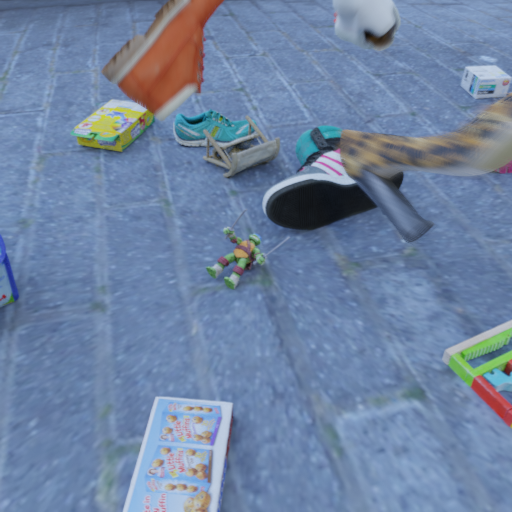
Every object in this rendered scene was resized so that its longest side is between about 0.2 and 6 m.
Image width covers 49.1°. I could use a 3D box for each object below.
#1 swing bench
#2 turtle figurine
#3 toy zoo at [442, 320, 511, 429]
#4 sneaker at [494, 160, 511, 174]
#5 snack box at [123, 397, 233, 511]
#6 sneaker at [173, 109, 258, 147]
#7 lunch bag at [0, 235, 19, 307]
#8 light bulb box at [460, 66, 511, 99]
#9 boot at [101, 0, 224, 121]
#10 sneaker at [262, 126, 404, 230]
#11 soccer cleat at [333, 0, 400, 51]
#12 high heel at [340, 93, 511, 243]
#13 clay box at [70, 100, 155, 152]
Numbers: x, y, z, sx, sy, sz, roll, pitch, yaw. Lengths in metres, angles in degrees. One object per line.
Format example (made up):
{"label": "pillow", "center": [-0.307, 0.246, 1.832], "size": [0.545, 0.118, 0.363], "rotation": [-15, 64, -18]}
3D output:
{"label": "swing bench", "center": [-0.341, -2.367, 12.511], "size": [1.258, 0.820, 1.264], "rotation": [-24, 50, -28]}
{"label": "turtle figurine", "center": [-0.274, -0.096, 9.465], "size": [0.851, 1.183, 1.147], "rotation": [44, 66, -12]}
{"label": "toy zoo", "center": [3.956, 1.880, 7.585], "size": [1.577, 0.246, 2.404], "rotation": [-17, 41, -21]}
{"label": "sneaker", "center": [5.095, -2.443, 12.509], "size": [2.183, 0.888, 0.963], "rotation": [0, 41, 0]}
{"label": "snack box", "center": [-0.939, 2.865, 6.263], "size": [1.040, 0.352, 2.892], "rotation": [3, 39, 4]}
{"label": "sneaker", "center": [-0.957, -3.069, 13.359], "size": [2.029, 0.808, 0.786], "rotation": [-4, 39, -7]}
{"label": "lunch bag", "center": [-4.739, 0.090, 8.197], "size": [1.880, 2.211, 1.409], "rotation": [-31, 56, -34]}
{"label": "light bulb box", "center": [6.487, -4.923, 15.846], "size": [0.952, 0.599, 0.960], "rotation": [-5, 40, -7]}
{"label": "boot", "center": [-1.317, -3.864, 10.317], "size": [2.856, 1.531, 1.071], "rotation": [-47, 24, 0]}
{"label": "sneaker", "center": [1.166, -1.686, 11.147], "size": [3.182, 1.330, 1.921], "rotation": [-14, 45, -29]}
{"label": "soccer cleat", "center": [1.947, -4.028, 9.730], "size": [1.173, 1.048, 3.024], "rotation": [54, 19, 0]}
{"label": "high heel", "center": [2.235, -1.681, 6.976], "size": [0.936, 2.621, 1.868], "rotation": [5, 45, -51]}
{"label": "clay box", "center": [-3.485, -3.161, 13.711], "size": [1.208, 0.500, 2.102], "rotation": [11, 40, 14]}
